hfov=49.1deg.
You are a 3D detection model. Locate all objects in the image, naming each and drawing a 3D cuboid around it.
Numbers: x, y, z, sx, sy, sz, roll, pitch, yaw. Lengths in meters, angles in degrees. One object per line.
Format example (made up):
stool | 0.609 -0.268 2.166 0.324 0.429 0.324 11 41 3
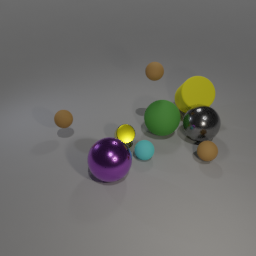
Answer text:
ball | 0.995 -2.119 10.478 0.700 0.700 0.700 0 33 0
ball | 2.713 0.783 9.565 0.700 0.700 0.700 0 33 0
ball | -2.413 -0.339 10.500 0.700 0.700 0.700 0 33 0
ball | -0.569 0.987 8.798 1.400 1.400 1.400 0 33 0
ball | 2.779 -0.175 10.611 1.400 1.400 1.400 0 33 0
ball | 0.571 0.768 9.766 0.700 0.700 0.700 0 33 0
cylinder | 2.810 -1.369 11.933 1.400 1.400 1.400 -2 -4 -3
ball | 1.325 -0.396 10.875 1.400 1.400 1.400 0 33 0
cylinder | -0.127 0.236 10.383 0.700 0.700 0.700 -6 -5 -10
